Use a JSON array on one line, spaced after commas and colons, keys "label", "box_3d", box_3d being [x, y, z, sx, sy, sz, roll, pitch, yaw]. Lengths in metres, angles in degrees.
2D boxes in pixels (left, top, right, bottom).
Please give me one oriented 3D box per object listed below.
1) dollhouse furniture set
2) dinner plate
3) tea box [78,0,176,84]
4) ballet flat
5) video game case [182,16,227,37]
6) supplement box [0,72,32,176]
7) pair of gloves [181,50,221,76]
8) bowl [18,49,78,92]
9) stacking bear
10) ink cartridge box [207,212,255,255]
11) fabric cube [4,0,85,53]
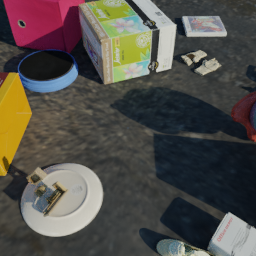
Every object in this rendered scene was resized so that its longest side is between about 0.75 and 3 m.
[{"label": "dollhouse furniture set", "box_3d": [-1.831, 1.341, 5.763, 0.783, 0.745, 0.638, 45, 50, -11]}, {"label": "dinner plate", "box_3d": [-1.479, 1.490, 6.271, 1.827, 0.221, 1.827, 1, 47, -1]}, {"label": "tea box", "box_3d": [-0.112, -3.073, 9.455, 2.472, 1.679, 2.513, -18, 50, -14]}, {"label": "ballet flat", "box_3d": [1.129, 2.368, 5.318, 1.175, 0.408, 0.408, 13, 49, 12]}, {"label": "video game case", "box_3d": [3.106, -4.208, 11.540, 1.586, 0.182, 1.445, 0, 48, 0]}, {"label": "supplement box", "box_3d": [-3.948, -0.175, 6.921, 2.217, 1.472, 2.186, 3, 47, 3]}, {"label": "pair of gloves", "box_3d": [2.566, -2.330, 9.787, 1.029, 0.212, 1.210, -24, 53, -21]}, {"label": "bowl", "box_3d": [-2.674, -1.973, 9.335, 1.987, 0.390, 1.987, 0, 47, 0]}, {"label": "stacking bear", "box_3d": [3.579, -0.090, 6.201, 1.237, 1.320, 2.174, -46, 21, 4]}, {"label": "ink cartridge box", "box_3d": [2.186, 2.277, 5.363, 1.065, 0.444, 0.774, 31, 54, 25]}, {"label": "fabric cube", "box_3d": [-2.888, -4.177, 10.276, 2.058, 2.026, 2.065, 13, 48, 9]}]
